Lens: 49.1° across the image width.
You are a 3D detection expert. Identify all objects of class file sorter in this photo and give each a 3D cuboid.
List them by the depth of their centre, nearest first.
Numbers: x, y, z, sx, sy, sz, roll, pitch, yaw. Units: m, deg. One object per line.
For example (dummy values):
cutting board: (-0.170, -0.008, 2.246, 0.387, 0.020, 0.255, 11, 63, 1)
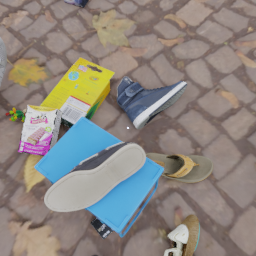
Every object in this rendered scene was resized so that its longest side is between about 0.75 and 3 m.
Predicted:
file sorter: (-0.768, 1.489, 8.187, 2.888, 1.772, 2.004, 32, 65, 18)

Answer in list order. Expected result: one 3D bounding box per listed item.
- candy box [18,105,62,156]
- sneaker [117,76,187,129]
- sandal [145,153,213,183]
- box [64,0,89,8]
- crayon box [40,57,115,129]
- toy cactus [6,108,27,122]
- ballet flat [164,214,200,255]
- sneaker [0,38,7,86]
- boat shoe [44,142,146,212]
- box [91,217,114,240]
candy box: (-2.879, 0.104, 9.230, 1.083, 0.484, 1.588, 7, 82, 8)
sneaker: (0.755, -1.375, 10.171, 2.526, 0.961, 1.825, -35, 71, -15)
sandal: (1.572, 1.193, 9.072, 2.402, 0.649, 0.965, 7, 64, 4)
box: (-2.359, -6.066, 12.482, 1.012, 1.003, 0.623, 20, 65, 9)
crayon box: (-1.758, -1.256, 10.283, 1.634, 0.654, 2.574, 27, 67, 13)
toy cactus: (-3.833, -0.535, 10.005, 1.012, 0.517, 0.835, 8, 30, 42)
ballet flat: (1.399, 3.439, 7.835, 0.811, 0.761, 2.243, 31, 68, -24)
sneaker: (-4.697, -1.698, 9.576, 1.211, 1.104, 2.954, 20, 100, 49)
boat shoe: (-0.826, 1.173, 7.067, 2.683, 0.841, 0.975, -30, 108, -5)
box: (-0.643, 2.870, 8.509, 0.785, 0.171, 0.629, -37, 69, -17)
